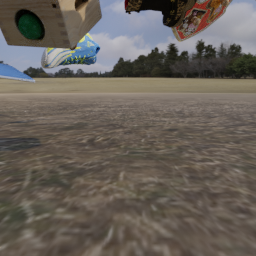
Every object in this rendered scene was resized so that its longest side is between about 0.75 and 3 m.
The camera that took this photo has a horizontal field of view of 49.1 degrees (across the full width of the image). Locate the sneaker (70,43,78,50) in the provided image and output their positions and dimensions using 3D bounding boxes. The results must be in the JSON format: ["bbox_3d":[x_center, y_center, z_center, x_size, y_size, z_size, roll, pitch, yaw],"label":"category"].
[{"bbox_3d":[-1.758,-3.590,9.228,0.755,1.998,0.704,-8,-5,5],"label":"sneaker"}]

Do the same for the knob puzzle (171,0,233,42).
[{"bbox_3d":[2.467,-3.781,9.055,2.902,0.402,2.902,-27,-21,-12],"label":"knob puzzle"}]

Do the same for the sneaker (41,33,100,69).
[{"bbox_3d":[-2.094,-2.966,11.091,1.455,1.049,2.769,32,52,10],"label":"sneaker"}]

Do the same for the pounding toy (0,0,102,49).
[{"bbox_3d":[-1.636,-2.578,5.689,1.924,1.486,2.090,8,45,18],"label":"pounding toy"}]

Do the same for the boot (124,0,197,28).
[{"bbox_3d":[0.680,-3.014,6.789,1.540,0.748,2.045,0,5,-7],"label":"boot"}]

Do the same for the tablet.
[{"bbox_3d":[-2.272,-0.985,4.777,0.777,0.082,1.194,30,17,25],"label":"tablet"}]
